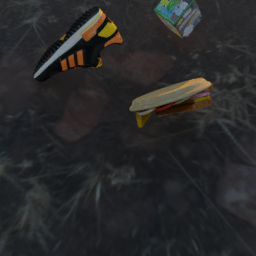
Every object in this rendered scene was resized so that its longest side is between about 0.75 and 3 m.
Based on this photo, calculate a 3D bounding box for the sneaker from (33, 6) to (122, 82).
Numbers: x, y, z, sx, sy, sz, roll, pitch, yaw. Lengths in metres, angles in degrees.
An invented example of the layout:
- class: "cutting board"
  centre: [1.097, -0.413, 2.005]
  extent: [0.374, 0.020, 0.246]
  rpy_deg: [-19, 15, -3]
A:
- class: "sneaker"
  centre: [-1.360, -1.849, 7.392]
  extent: [2.720, 1.224, 0.951]
  rpy_deg: [-34, 34, 27]

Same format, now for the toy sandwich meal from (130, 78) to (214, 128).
- class: "toy sandwich meal"
  centre: [1.028, -0.559, 6.433]
  extent: [2.092, 2.092, 0.717]
  rpy_deg: [-21, 100, -13]

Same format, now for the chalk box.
- class: "chalk box"
  centre: [1.393, -3.322, 7.942]
  extent: [0.867, 1.394, 0.863]
  rpy_deg: [-49, 65, 13]
